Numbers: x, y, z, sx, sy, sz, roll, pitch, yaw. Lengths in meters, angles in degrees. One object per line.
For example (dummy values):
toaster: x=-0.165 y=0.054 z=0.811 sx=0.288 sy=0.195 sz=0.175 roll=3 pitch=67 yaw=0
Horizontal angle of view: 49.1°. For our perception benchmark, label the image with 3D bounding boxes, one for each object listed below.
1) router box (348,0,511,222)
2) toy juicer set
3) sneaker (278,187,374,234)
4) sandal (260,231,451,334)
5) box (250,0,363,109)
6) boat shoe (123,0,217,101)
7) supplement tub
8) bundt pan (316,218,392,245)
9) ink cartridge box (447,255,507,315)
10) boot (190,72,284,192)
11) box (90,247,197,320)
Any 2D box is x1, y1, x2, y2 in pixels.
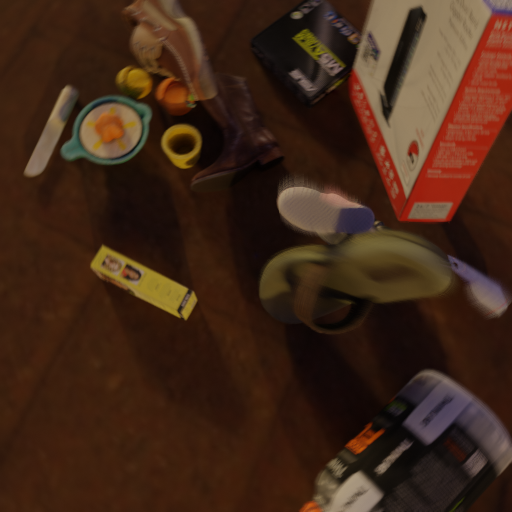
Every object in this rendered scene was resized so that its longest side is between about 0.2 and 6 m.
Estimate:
router box: x=2.507 y=-2.841 z=8.254 sx=0.863 sy=3.172 sz=3.535 roll=1 pitch=48 yaw=-9
toy juicer set: x=-2.576 y=-2.531 z=9.991 sx=3.181 sy=0.866 sz=2.024 roll=-3 pitch=74 yaw=0
sneaker: x=0.843 y=-0.623 z=7.682 sx=1.421 sy=0.743 sz=0.535 roll=10 pitch=100 yaw=-23
sandal: x=1.084 y=0.522 z=7.852 sx=1.363 sy=3.433 sz=0.980 roll=35 pitch=62 yaw=-20
box: x=1.066 y=-3.913 z=10.618 sx=1.687 sy=0.415 sz=1.747 roll=-38 pitch=76 yaw=-12
boat shoe: x=-1.580 y=-3.662 z=9.948 sx=1.125 sy=1.187 sz=3.134 roll=-25 pitch=51 yaw=-3
supplement tub: x=2.068 y=3.162 z=7.921 sx=2.799 sy=1.715 sz=1.715 roll=-42 pitch=78 yaw=-11
bundt pan: x=1.691 y=-0.327 z=8.890 sx=1.614 sy=1.614 sz=0.606 roll=36 pitch=107 yaw=9
ink cartridge box: x=3.521 y=0.460 z=9.106 sx=1.042 sy=0.845 sz=0.261 roll=31 pitch=112 yaw=4
boot: x=-0.689 y=-2.261 z=10.020 sx=1.864 sy=0.642 sz=2.000 roll=-23 pitch=78 yaw=-20
box: x=-1.845 y=0.465 z=9.264 sx=1.711 sy=0.644 sz=0.429 roll=25 pitch=74 yaw=8
